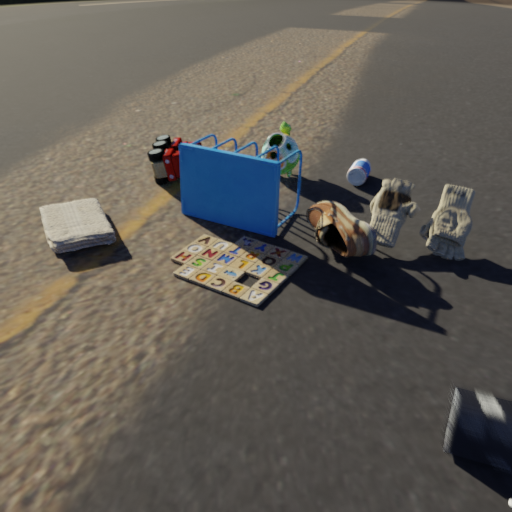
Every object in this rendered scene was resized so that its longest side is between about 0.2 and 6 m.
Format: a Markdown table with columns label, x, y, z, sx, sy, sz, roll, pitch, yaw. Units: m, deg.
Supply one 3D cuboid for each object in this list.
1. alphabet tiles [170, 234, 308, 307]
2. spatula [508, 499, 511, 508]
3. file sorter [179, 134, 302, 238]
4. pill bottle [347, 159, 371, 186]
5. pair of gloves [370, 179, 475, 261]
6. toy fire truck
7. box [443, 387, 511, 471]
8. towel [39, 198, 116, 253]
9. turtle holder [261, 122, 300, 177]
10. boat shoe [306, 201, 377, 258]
| label | x | y | z | sx | sy | sz | roll | pitch | yaw |
| --- | --- | --- | --- | --- | --- | --- | --- | --- | --- |
| alphabet tiles | -0.447 | 0.135 | 11.272 | 2.353 | 0.089 | 1.967 | 19 | 37 | 26 |
| spatula | 4.069 | 2.967 | 6.705 | 1.821 | 0.146 | 1.266 | 16 | 41 | 25 |
| file sorter | -0.327 | -1.719 | 12.803 | 2.437 | 1.691 | 1.495 | 15 | 31 | 23 |
| pill bottle | 2.721 | -2.223 | 14.672 | 0.505 | 0.505 | 0.901 | 12 | 34 | 19 |
| pair of gloves | 3.439 | -0.801 | 11.813 | 2.104 | 0.369 | 1.789 | 9 | 60 | 15 |
| toy fire truck | -1.760 | -2.525 | 14.821 | 1.802 | 1.159 | 1.586 | -7 | 31 | 8 |
| box | 2.911 | 2.216 | 7.206 | 0.838 | 0.763 | 0.436 | 12 | 24 | 20 |
| towel | -3.964 | -0.690 | 12.368 | 1.361 | 0.354 | 2.053 | -12 | 34 | -21 |
| turtle holder | 0.709 | -2.837 | 14.859 | 1.013 | 0.947 | 1.334 | 37 | 75 | 30 |
| boat shoe | 1.592 | -0.568 | 11.631 | 0.774 | 0.816 | 2.155 | -17 | 27 | -22 |
